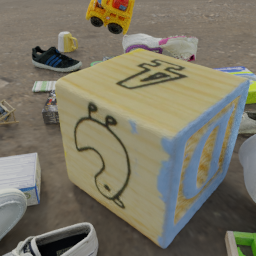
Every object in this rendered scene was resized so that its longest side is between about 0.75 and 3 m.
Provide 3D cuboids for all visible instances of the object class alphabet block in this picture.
[{"bbox_3d":[0.511,0.148,6.241,2.900,2.832,2.847,25,39,34],"label":"alphabet block"}]

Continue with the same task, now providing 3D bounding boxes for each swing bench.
[{"bbox_3d":[-4.164,-0.401,9.048,0.882,0.572,0.877,-28,43,-34],"label":"swing bench"}]

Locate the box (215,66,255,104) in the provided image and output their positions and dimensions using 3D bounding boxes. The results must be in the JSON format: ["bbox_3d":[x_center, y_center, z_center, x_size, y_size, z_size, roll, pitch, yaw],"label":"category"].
[{"bbox_3d":[4.374,-1.793,11.109,1.523,0.595,2.498,-6,35,-11],"label":"box"}]

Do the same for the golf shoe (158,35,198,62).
[{"bbox_3d":[1.661,-2.493,8.886,1.791,0.820,0.675,-12,10,-41],"label":"golf shoe"}]

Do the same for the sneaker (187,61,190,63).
[{"bbox_3d":[2.410,-3.374,13.202,0.644,0.862,1.919,-11,35,-15],"label":"sneaker"}]

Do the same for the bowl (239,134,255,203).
[{"bbox_3d":[3.442,1.222,5.099,2.882,2.882,1.295,12,63,17],"label":"bowl"}]

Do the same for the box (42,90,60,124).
[{"bbox_3d":[-1.763,-0.780,9.656,2.027,0.504,1.598,-1,34,-2],"label":"box"}]

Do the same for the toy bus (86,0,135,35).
[{"bbox_3d":[-0.555,-4.199,9.706,1.601,1.537,1.086,17,74,-9],"label":"toy bus"}]

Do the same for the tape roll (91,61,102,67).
[{"bbox_3d":[-1.314,-2.873,13.048,0.850,0.204,0.850,0,34,0],"label":"tape roll"}]

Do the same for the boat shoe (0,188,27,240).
[{"bbox_3d":[-2.856,2.164,4.796,0.997,0.977,2.801,16,42,43],"label":"boat shoe"}]

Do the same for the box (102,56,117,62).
[{"bbox_3d":[-0.374,-3.090,13.121,1.173,0.288,1.214,-15,37,-43],"label":"box"}]

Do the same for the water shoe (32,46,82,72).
[{"bbox_3d":[-3.345,-3.209,12.852,2.473,0.976,0.884,8,35,12],"label":"water shoe"}]

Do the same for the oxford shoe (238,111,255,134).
[{"bbox_3d":[3.305,-0.166,8.668,2.134,0.616,0.802,-6,37,-5],"label":"oxford shoe"}]

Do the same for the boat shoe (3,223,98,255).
[{"bbox_3d":[-1.630,2.277,4.882,2.296,0.755,0.826,-11,36,-16],"label":"boat shoe"}]

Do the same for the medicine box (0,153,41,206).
[{"bbox_3d":[-2.658,1.234,6.558,1.092,0.617,1.199,-7,35,-10],"label":"medicine box"}]

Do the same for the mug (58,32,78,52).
[{"bbox_3d":[-3.245,-4.676,15.103,1.114,0.914,0.892,-2,33,-4],"label":"mug"}]

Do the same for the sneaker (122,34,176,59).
[{"bbox_3d":[0.951,-3.142,10.464,2.440,0.914,1.215,-1,47,-19],"label":"sneaker"}]

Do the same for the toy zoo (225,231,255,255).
[{"bbox_3d":[3.119,2.649,4.757,2.583,0.264,1.694,4,33,6],"label":"toy zoo"}]

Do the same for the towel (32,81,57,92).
[{"bbox_3d":[-3.250,-1.659,11.331,1.085,0.167,0.809,-1,36,-6],"label":"towel"}]
